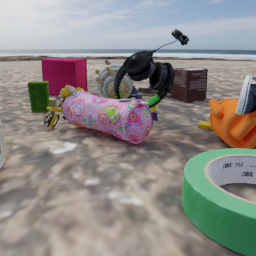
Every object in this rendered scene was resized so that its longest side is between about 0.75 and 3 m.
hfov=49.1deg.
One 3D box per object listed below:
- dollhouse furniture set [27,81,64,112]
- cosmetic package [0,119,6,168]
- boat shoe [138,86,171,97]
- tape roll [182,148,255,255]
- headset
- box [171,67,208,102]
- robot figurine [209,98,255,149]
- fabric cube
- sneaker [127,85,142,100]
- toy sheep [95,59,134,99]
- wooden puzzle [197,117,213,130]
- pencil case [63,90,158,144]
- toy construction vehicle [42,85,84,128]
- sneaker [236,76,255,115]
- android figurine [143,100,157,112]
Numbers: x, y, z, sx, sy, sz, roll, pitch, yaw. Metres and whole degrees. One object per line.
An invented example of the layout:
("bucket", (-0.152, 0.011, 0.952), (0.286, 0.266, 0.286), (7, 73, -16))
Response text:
("dollhouse furniture set", (-2.853, -1.477, 12.110), (2.452, 1.231, 1.606), (-2, 17, -5))
("cosmetic package", (-4.261, 0.515, 5.698), (2.990, 1.093, 1.548), (-4, 13, -10))
("boat shoe", (1.515, -2.126, 15.077), (2.034, 0.746, 0.758), (6, 18, 19))
("tape roll", (2.273, 1.095, 4.719), (2.661, 0.640, 2.661), (-1, 17, 0))
("headset", (0.797, -1.730, 8.848), (1.824, 2.954, 1.388), (21, 26, -29))
("box", (3.013, -2.174, 13.859), (1.284, 1.548, 1.271), (-8, 18, -26))
("robot figurine", (3.029, -0.179, 7.894), (1.507, 1.222, 2.096), (-1, 17, -2))
("fabric cube", (-3.483, -2.910, 15.687), (1.930, 1.900, 1.937), (3, 17, 10))
("sneaker", (0.181, -1.879, 14.223), (0.660, 0.772, 1.881), (-7, 18, -20))
("toy sheep", (-0.653, -2.256, 13.606), (1.958, 1.958, 2.839), (-1, 31, -3))
("wooden puzzle", (3.829, -0.258, 9.688), (2.690, 0.315, 1.815), (-14, 23, -39))
("pencil case", (-0.640, -0.417, 8.598), (2.991, 1.308, 1.308), (13, 21, 39))
("toy construction vehicle", (-2.208, -0.761, 9.596), (0.543, 1.542, 1.343), (32, 11, 24))
("sneaker", (3.167, -0.832, 6.932), (0.744, 0.735, 1.873), (17, 35, 21))
("android figurine", (0.256, -0.842, 11.473), (1.881, 0.424, 2.067), (-5, 16, -17))
